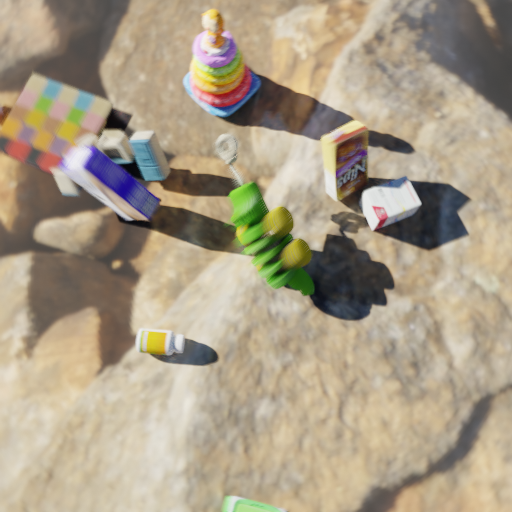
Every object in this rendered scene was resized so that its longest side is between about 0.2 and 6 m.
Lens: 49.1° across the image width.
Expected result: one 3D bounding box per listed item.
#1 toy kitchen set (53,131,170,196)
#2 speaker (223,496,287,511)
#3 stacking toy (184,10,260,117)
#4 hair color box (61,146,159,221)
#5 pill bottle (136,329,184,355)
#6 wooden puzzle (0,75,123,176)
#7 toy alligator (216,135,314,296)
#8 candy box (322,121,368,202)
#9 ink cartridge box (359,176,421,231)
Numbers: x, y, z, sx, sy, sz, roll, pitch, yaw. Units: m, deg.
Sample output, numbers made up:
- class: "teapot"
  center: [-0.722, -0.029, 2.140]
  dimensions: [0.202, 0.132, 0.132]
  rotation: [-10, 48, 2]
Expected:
- class: "toy kitchen set"
  center: [-2.729, -1.585, 10.687]
  dimensions: [1.619, 0.954, 1.297]
  rotation: [1, 45, 21]
- class: "speaker"
  center: [-0.002, 4.379, 9.373]
  dimensions: [1.109, 0.491, 0.491]
  rotation: [14, 75, 4]
- class: "stacking toy"
  center: [-0.735, -3.820, 10.690]
  dimensions: [1.323, 2.279, 1.251]
  rotation: [43, 79, 11]
- class: "hair color box"
  center: [-2.664, -1.290, 10.280]
  dimensions: [1.584, 0.866, 0.513]
  rotation: [39, 67, -35]
- class: "pill bottle"
  center: [-1.727, 1.568, 10.160]
  dimensions: [0.799, 0.444, 0.444]
  rotation: [5, 75, 1]
- class: "wooden puzzle"
  center: [-4.162, -2.626, 11.426]
  dimensions: [3.100, 0.218, 1.838]
  rotation: [21, 76, 7]
- class: "toy alligator"
  center: [-0.006, -0.531, 9.945]
  dimensions: [0.905, 0.989, 3.335]
  rotation: [-43, 107, -46]
- class: "candy box"
  center: [1.698, -1.770, 10.573]
  dimensions: [0.790, 1.355, 0.382]
  rotation: [-29, 50, -14]
- class: "ink cartridge box"
  center: [2.558, -1.002, 10.757]
  dimensions: [0.900, 0.651, 0.654]
  rotation: [-21, 75, -5]
